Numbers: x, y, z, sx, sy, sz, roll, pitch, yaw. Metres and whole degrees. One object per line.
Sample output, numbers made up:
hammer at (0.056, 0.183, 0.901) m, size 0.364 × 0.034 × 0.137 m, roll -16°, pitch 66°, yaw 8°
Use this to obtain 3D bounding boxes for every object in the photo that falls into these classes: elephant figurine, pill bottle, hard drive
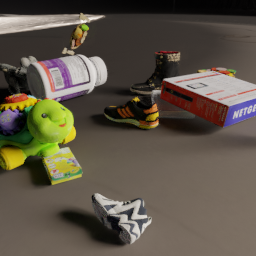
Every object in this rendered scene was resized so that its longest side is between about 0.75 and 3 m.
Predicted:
elephant figurine at (-4.274, -1.975, 11.099) m, size 1.939 × 1.505 × 1.372 m, roll -14°, pitch -19°, yaw 30°
pill bottle at (-2.193, -1.892, 10.473) m, size 2.721 × 1.516 × 1.516 m, roll -22°, pitch 34°, yaw -36°
hard drive at (1.524, -0.879, 9.869) m, size 1.331 × 0.269 × 2.018 m, roll 1°, pitch 26°, yaw 2°

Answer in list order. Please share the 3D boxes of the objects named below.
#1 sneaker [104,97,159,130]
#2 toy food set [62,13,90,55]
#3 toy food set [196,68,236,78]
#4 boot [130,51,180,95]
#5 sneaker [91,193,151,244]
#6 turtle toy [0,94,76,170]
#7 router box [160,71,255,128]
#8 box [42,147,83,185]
sneaker at (0.091, -0.591, 8.640) m, size 1.897 × 0.854 × 0.664 m, roll 16°, pitch 31°, yaw 28°
toy food set at (-1.402, -2.619, 8.088) m, size 0.242 × 1.207 × 0.834 m, roll 32°, pitch 14°, yaw 7°
toy food set at (4.059, -2.445, 12.824) m, size 1.629 × 0.396 × 1.613 m, roll 18°, pitch 32°, yaw 33°
boot at (1.108, -2.155, 10.939) m, size 2.090 × 1.574 × 0.765 m, roll -5°, pitch 27°, yaw -9°
sneaker at (-0.073, 1.459, 5.030) m, size 0.751 × 0.461 × 1.154 m, roll -22°, pitch 34°, yaw -39°
turtle toy at (-2.329, -0.065, 6.680) m, size 2.801 × 1.416 × 2.041 m, roll 11°, pitch 27°, yaw 39°
router box at (3.007, -1.119, 9.447) m, size 2.884 × 0.705 × 2.589 m, roll -15°, pitch 34°, yaw -36°
box at (-1.512, 0.872, 6.395) m, size 0.693 × 0.286 × 1.181 m, roll -12°, pitch 26°, yaw -23°
